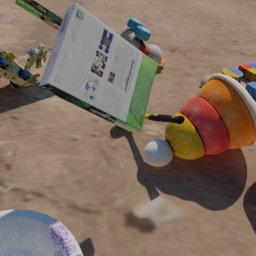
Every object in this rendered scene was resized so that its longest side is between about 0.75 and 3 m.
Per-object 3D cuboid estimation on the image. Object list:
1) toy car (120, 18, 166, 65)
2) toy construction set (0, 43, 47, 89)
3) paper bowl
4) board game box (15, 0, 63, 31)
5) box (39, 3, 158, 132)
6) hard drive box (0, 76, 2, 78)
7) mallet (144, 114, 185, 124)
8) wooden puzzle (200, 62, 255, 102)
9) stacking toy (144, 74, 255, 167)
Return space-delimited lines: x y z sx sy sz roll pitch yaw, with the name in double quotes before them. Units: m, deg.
"toy car" 0.622 -2.939 10.893 1.907 1.758 1.687 13 32 -31
"toy construction set" -4.194 -2.521 9.680 2.911 1.341 1.908 12 47 -44
"paper bowl" -1.839 2.635 4.123 2.560 1.331 2.560 0 40 0
"board game box" -2.776 -3.831 9.637 2.100 0.246 1.100 26 2 -31
"box" -0.380 -0.938 4.906 0.366 2.013 1.453 -4 66 50
"hard drive box" -5.279 -2.465 9.913 0.619 1.611 1.255 -54 41 7
"mallet" 0.462 -0.243 7.457 0.824 0.515 2.503 -24 17 -21
"wooden puzzle" 4.306 -1.510 9.599 2.711 0.628 2.511 -19 44 -21
"stacking toy" 1.646 0.092 7.162 2.844 2.078 2.078 -27 45 -4
